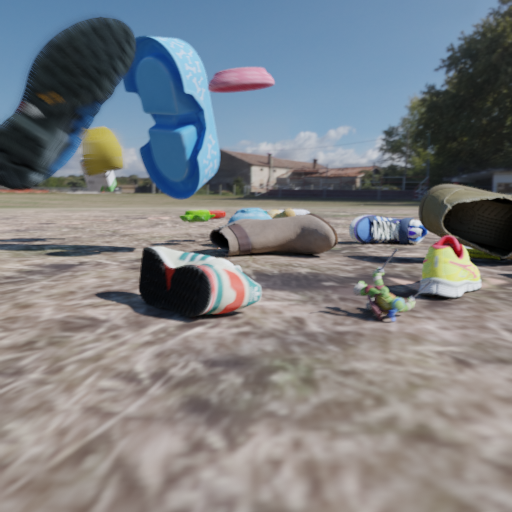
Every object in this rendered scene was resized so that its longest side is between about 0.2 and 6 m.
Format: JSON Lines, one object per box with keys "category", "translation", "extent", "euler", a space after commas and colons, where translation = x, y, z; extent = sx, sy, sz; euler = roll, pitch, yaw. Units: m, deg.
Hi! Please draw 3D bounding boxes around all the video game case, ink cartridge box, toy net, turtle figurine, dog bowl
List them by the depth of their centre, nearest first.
{"category": "turtle figurine", "translation": [1.366, 0.347, 5.719], "extent": [0.507, 0.704, 0.683], "euler": [15, -8, -23]}
{"category": "dog bowl", "translation": [-1.625, -2.748, 11.142], "extent": [1.780, 3.193, 0.792], "euler": [14, 35, 39]}
{"category": "video game case", "translation": [4.684, -0.117, 11.418], "extent": [1.568, 0.200, 1.417], "euler": [-6, 8, -41]}
{"category": "ink cartridge box", "translation": [-4.007, -2.102, 14.227], "extent": [0.663, 0.908, 0.383], "euler": [6, 44, 10]}
{"category": "toy net", "translation": [-0.063, -0.783, 14.830], "extent": [2.455, 0.904, 4.680], "euler": [-1, 4, 21]}

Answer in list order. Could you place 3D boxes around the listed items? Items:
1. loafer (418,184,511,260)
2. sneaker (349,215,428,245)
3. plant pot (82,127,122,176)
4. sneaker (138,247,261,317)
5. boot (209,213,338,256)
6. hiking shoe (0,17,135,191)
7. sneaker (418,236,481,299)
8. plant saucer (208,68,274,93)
{"category": "loafer", "translation": [4.667, -0.449, 9.769], "extent": [3.561, 1.354, 1.201], "euler": [6, 21, 13]}
{"category": "sneaker", "translation": [3.320, -0.636, 13.619], "extent": [1.806, 0.728, 1.322], "euler": [2, 0, -36]}
{"category": "plant pot", "translation": [-3.739, -2.561, 13.325], "extent": [0.844, 0.864, 0.839], "euler": [-14, 50, -2]}
{"category": "sneaker", "translation": [-0.660, 0.297, 6.237], "extent": [0.858, 0.646, 1.836], "euler": [6, 4, -34]}
{"category": "boot", "translation": [0.221, -0.333, 11.245], "extent": [1.784, 0.857, 2.440], "euler": [-11, 10, -28]}
{"category": "hiking shoe", "translation": [-2.777, -2.197, 8.055], "extent": [1.051, 2.824, 1.225], "euler": [41, 2, -9]}
{"category": "sneaker", "translation": [2.512, 0.099, 7.156], "extent": [0.629, 0.727, 1.610], "euler": [2, 5, 27]}
{"category": "plant saucer", "translation": [-0.272, -3.011, 9.593], "extent": [1.132, 0.287, 1.132], "euler": [-5, 9, 1]}
